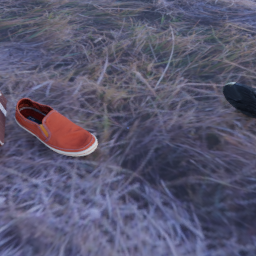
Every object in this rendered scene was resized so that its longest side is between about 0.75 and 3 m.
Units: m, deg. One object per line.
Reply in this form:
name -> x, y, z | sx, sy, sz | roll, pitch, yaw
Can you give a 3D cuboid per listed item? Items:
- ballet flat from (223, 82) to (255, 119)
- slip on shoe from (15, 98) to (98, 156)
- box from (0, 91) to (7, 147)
ballet flat -> 3.980, -0.679, 8.104 | 2.619, 0.870, 0.744 | 31, 52, 31
slip on shoe -> -1.916, -0.037, 7.217 | 2.483, 0.760, 0.920 | 27, 54, 14
box -> -4.210, -0.452, 6.893 | 1.671, 1.688, 2.035 | -22, 42, -2
